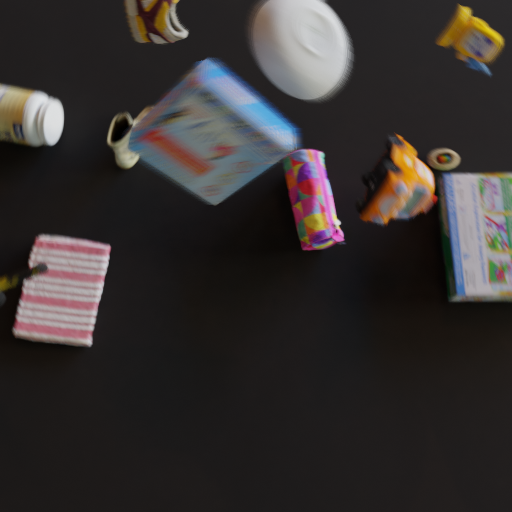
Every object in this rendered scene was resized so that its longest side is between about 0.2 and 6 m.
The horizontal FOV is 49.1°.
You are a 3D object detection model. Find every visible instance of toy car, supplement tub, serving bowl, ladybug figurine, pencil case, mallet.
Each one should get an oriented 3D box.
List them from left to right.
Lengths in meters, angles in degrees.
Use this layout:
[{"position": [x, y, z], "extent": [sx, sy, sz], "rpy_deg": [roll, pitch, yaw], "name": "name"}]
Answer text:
[{"position": [-4.007, 0.508, 9.191], "extent": [2.048, 0.675, 0.422], "rpy_deg": [-11, 39, 30], "name": "mallet"}, {"position": [-5.078, -3.001, 12.105], "extent": [1.492, 1.077, 1.077], "rpy_deg": [11, 75, 4], "name": "supplement tub"}, {"position": [0.855, -3.640, 9.500], "extent": [1.830, 0.602, 1.830], "rpy_deg": [4, 81, -30], "name": "serving bowl"}, {"position": [1.204, -1.163, 11.684], "extent": [0.961, 0.961, 2.175], "rpy_deg": [-13, 75, -4], "name": "pencil case"}, {"position": [3.017, -2.102, 9.300], "extent": [1.208, 1.780, 3.629], "rpy_deg": [28, 113, -4], "name": "toy car"}, {"position": [4.096, -2.090, 12.286], "extent": [0.685, 0.246, 0.465], "rpy_deg": [-5, 75, -1], "name": "ladybug figurine"}]

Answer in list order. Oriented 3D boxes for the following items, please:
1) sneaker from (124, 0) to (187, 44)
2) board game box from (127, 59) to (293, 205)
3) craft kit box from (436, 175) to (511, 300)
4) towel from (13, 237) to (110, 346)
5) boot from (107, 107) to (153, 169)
[{"position": [-1.867, -4.909, 9.893], "extent": [1.047, 2.324, 0.871], "rpy_deg": [4, 53, 13], "name": "sneaker"}, {"position": [-0.703, -1.818, 8.723], "extent": [1.807, 1.846, 0.516], "rpy_deg": [-30, 44, 34], "name": "board game box"}, {"position": [5.234, -0.414, 11.658], "extent": [2.623, 0.644, 2.656], "rpy_deg": [-1, 75, 2], "name": "craft kit box"}, {"position": [-3.952, 0.717, 11.504], "extent": [1.574, 0.322, 2.151], "rpy_deg": [8, 77, 2], "name": "towel"}, {"position": [-2.611, -2.743, 11.978], "extent": [0.553, 1.187, 1.535], "rpy_deg": [27, 76, 7], "name": "boot"}]
